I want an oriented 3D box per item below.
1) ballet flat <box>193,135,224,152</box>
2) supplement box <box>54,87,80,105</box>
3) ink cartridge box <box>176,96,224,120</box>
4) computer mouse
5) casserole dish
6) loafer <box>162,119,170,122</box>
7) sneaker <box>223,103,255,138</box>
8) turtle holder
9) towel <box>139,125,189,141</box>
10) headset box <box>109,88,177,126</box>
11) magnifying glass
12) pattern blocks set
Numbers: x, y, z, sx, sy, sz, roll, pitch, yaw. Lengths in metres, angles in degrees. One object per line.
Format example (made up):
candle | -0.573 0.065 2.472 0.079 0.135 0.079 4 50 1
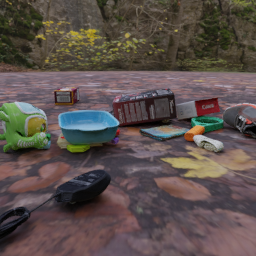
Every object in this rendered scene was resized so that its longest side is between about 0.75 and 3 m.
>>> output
ballet flat | 2.179 0.440 7.857 0.348 0.348 1.001 -12 19 -38
supplement box | -3.364 -1.805 15.578 0.986 0.766 1.788 1 14 2
ink cartridge box | 2.961 -0.815 11.311 1.544 0.647 1.355 -11 1 -37
computer mouse | -1.196 1.279 4.586 2.355 0.401 0.690 -22 15 -40
casserole dish | -1.232 -0.054 8.504 1.675 0.536 2.765 -4 14 -14
loafer | 1.558 -0.438 11.272 0.294 0.257 0.817 4 17 16
sneaker | 3.947 -0.195 9.114 1.018 0.958 2.486 -15 19 -27
turtle holder | -2.857 -0.091 7.699 1.231 1.318 1.734 -11 5 -33
towel | 1.272 0.113 9.356 1.513 0.164 1.109 -11 19 -36
headset box | 0.501 -0.840 10.968 2.545 0.955 1.891 -8 14 4
magnifying glass | 2.548 -0.035 9.663 1.140 0.321 2.864 8 17 28
pattern blocks set | -1.415 0.352 8.352 2.295 0.186 2.017 0 14 2
